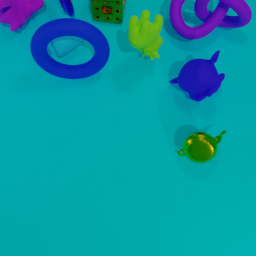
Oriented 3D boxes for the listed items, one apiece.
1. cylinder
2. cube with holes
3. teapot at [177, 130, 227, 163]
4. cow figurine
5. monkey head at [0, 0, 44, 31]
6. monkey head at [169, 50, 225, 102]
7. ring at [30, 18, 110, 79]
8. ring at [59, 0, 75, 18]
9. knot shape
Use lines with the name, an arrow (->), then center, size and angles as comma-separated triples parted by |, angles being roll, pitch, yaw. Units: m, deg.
cylinder -> -1.678, -2.335, 7.141 | 0.775, 0.775, 0.775 | -38, 79, -14
cube with holes -> -0.509, -3.548, 7.692 | 0.847, 0.847, 0.847 | 7, 66, 1
teapot -> 1.764, 0.399, 6.712 | 1.298, 0.636, 0.807 | -26, 107, 23
cow figurine -> 0.412, -2.100, 6.652 | 0.688, 1.233, 1.254 | 28, 44, 19
monkey head -> -3.059, -3.352, 7.408 | 1.385, 1.160, 1.926 | -28, 51, 9
monkey head -> 1.856, -1.306, 6.989 | 1.187, 1.651, 0.995 | -38, 96, -36
ring -> -1.367, -1.833, 6.733 | 1.867, 1.867, 0.373 | -5, 62, -1
ring -> -1.763, -3.570, 7.644 | 0.224, 1.121, 1.121 | -26, 77, -7
knot shape -> 2.016, -3.082, 7.133 | 1.944, 2.077, 0.960 | -17, 56, 18
